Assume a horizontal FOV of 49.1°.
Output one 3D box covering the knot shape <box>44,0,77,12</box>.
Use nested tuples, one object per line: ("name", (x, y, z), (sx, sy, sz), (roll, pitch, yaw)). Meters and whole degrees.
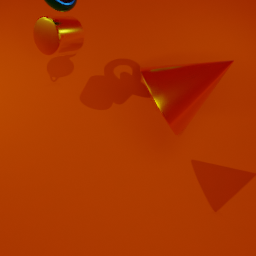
("knot shape", (-1.731, -4.069, 6.964), (0.912, 1.974, 1.848), (-2, 39, -11))

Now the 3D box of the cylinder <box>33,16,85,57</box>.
("cylinder", (-1.924, -2.587, 7.865), (1.025, 1.025, 1.025), (36, 35, 17))

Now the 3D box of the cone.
("cone", (1.274, -0.863, 5.286), (1.543, 1.537, 1.537), (-29, 63, 14))
